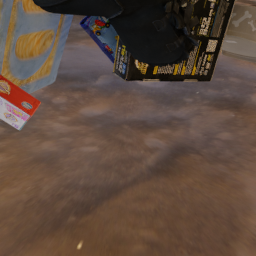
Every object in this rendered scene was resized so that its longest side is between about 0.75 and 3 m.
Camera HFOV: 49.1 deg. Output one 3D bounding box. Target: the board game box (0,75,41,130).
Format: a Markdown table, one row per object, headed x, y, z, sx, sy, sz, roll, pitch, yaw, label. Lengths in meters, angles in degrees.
| x | y | z | sx | sy | sz | roll | pitch | yaw | label |
| --- | --- | --- | --- | --- | --- | --- | --- | --- | --- |
| -2.125 | -0.550 | 4.334 | 1.062 | 1.389 | 0.280 | -22 | 36 | 58 | board game box |

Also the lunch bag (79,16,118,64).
| x | y | z | sx | sy | sz | roll | pitch | yaw | label |
| --- | --- | --- | --- | --- | --- | --- | --- | --- | --- |
| -0.136 | -2.916 | 7.048 | 2.051 | 1.281 | 2.724 | -40 | 34 | 6 | lunch bag |

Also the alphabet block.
| x | y | z | sx | sy | sz | roll | pitch | yaw | label |
| --- | --- | --- | --- | --- | --- | --- | --- | --- | --- |
| -3.000 | -2.367 | 5.780 | 2.762 | 2.712 | 2.698 | 27 | 26 | 4 | alphabet block |

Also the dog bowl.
| x | y | z | sx | sy | sz | roll | pitch | yaw | label |
| --- | --- | --- | --- | --- | --- | --- | --- | --- | --- |
| 2.900 | -2.316 | 7.048 | 2.586 | 0.758 | 2.586 | 16 | 8 | -2 | dog bowl |

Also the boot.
| x | y | z | sx | sy | sz | roll | pitch | yaw | label |
| --- | --- | --- | --- | --- | --- | --- | --- | --- | --- |
| -0.152 | -1.649 | 4.105 | 2.186 | 1.791 | 0.809 | 4 | 68 | 34 | boot |

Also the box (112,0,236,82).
| x | y | z | sx | sy | sz | roll | pitch | yaw | label |
| --- | --- | --- | --- | --- | --- | --- | --- | --- | --- |
| 0.990 | -2.290 | 5.380 | 2.232 | 2.795 | 0.690 | -5 | 29 | -27 | box |
